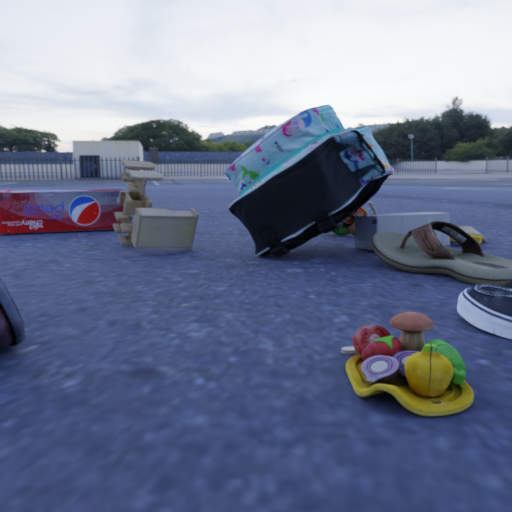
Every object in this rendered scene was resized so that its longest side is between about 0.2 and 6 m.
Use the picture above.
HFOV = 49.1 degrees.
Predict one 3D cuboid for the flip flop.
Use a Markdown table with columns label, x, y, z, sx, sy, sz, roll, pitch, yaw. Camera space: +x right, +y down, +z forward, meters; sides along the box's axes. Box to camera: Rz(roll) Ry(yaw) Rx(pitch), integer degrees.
| label | x | y | z | sx | sy | sz | roll | pitch | yaw |
| --- | --- | --- | --- | --- | --- | --- | --- | --- | --- |
| flip flop | 3.204 | -0.135 | 9.382 | 1.177 | 0.836 | 2.904 | -14 | 19 | -31 |

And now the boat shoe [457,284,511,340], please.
| label | x | y | z | sx | sy | sz | roll | pitch | yaw |
| --- | --- | --- | --- | --- | --- | --- | --- | --- | --- |
| boat shoe | 3.120 | 0.498 | 5.757 | 0.897 | 0.848 | 2.501 | -4 | 10 | -21 |

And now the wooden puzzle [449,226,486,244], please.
| label | x | y | z | sx | sy | sz | roll | pitch | yaw |
| --- | --- | --- | --- | --- | --- | --- | --- | --- | --- |
| wooden puzzle | 4.702 | -0.564 | 14.082 | 1.956 | 0.339 | 2.900 | 8 | 11 | 18 |

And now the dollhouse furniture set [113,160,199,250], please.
| label | x | y | z | sx | sy | sz | roll | pitch | yaw |
| --- | --- | --- | --- | --- | --- | --- | --- | --- | --- |
| dollhouse furniture set | -2.267 | -0.981 | 12.496 | 1.288 | 1.700 | 1.939 | -1 | 31 | -28 |

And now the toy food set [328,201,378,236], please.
| label | x | y | z | sx | sy | sz | roll | pitch | yaw |
| --- | --- | --- | --- | --- | --- | --- | --- | --- | --- |
| toy food set | 2.344 | -0.863 | 14.449 | 1.622 | 0.954 | 0.530 | -5 | 48 | 24 |

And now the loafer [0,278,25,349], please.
| label | x | y | z | sx | sy | sz | roll | pitch | yaw |
| --- | --- | --- | --- | --- | --- | --- | --- | --- | --- |
| loafer | -3.094 | 0.580 | 5.740 | 0.848 | 0.967 | 2.691 | -29 | 17 | -31 |

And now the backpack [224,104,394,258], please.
| label | x | y | z | sx | sy | sz | roll | pitch | yaw |
| --- | --- | --- | --- | --- | --- | --- | --- | --- | --- |
| backpack | 1.194 | -1.626 | 11.732 | 2.938 | 2.492 | 3.310 | -31 | -5 | 37 |

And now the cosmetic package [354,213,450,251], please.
| label | x | y | z | sx | sy | sz | roll | pitch | yaw |
| --- | --- | --- | --- | --- | --- | --- | --- | --- | --- |
| cosmetic package | 3.190 | -0.549 | 12.299 | 1.862 | 0.840 | 0.994 | -6 | 6 | -17 |

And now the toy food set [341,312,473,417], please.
| label | x | y | z | sx | sy | sz | roll | pitch | yaw |
| --- | --- | --- | --- | --- | --- | --- | --- | --- | --- |
| toy food set | 1.263 | 0.808 | 4.856 | 0.951 | 0.528 | 1.616 | 0 | 9 | -1 |

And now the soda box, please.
| label | x | y | z | sx | sy | sz | roll | pitch | yaw |
| --- | --- | --- | --- | --- | --- | --- | --- | --- | --- |
| soda box | -5.385 | -1.259 | 15.552 | 3.313 | 1.160 | 1.050 | -3 | 10 | -20 |
